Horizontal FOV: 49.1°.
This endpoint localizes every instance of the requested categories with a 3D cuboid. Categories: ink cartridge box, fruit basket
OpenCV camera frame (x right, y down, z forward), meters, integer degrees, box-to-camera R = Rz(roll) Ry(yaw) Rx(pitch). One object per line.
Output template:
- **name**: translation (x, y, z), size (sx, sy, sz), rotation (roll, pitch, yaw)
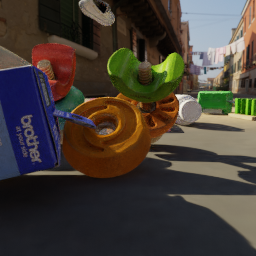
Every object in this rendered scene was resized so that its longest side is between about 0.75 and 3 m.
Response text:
- **ink cartridge box**: translation (-1.765, -0.018, 3.160), size (2.698, 1.030, 1.841), rotation (-14, 10, -10)
- **fruit basket**: translation (4.639, -1.186, 14.713), size (2.402, 1.216, 2.594), rotation (4, -7, 25)

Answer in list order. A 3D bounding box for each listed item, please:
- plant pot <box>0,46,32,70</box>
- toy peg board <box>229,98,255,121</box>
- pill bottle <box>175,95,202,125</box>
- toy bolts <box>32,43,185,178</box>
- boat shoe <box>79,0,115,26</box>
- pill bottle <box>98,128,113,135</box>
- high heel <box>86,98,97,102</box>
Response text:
- **plant pot**: translation (-3.176, -0.841, 7.028), size (2.783, 2.606, 2.606), rotation (18, 12, 13)
- **toy peg board**: translation (5.463, -0.820, 11.780), size (1.702, 0.836, 1.709), rotation (-2, 8, -12)
- **pill bottle**: translation (1.825, -0.644, 9.739), size (1.011, 1.011, 1.940), rotation (-1, 7, -10)
- **toy bolts**: translation (-0.629, -0.052, 5.108), size (2.866, 1.988, 2.738), rotation (12, 50, 13)
- **boat shoe**: translation (-0.889, -4.011, 9.524), size (0.582, 0.638, 1.772), rotation (-17, -10, 30)
- **pill bottle**: translation (-0.657, -0.068, 6.394), size (0.725, 0.725, 1.285), rotation (-6, 9, -40)
- **high heel**: translation (-1.642, -0.919, 12.169), size (1.217, 0.854, 2.532), rotation (8, 5, -35)
